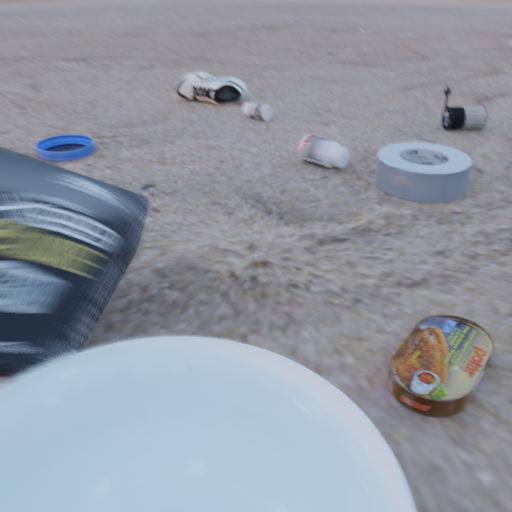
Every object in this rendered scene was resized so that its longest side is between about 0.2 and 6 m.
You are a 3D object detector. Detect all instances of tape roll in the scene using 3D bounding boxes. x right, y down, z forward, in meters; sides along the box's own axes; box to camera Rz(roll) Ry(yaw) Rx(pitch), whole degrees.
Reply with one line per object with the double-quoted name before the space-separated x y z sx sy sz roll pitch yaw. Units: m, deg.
"tape roll" 3.050 -1.569 10.317 1.687 0.557 1.687 -1 29 0

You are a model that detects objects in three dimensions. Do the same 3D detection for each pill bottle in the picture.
"pill bottle" 1.344 -2.062 11.174 0.957 0.530 0.530 25 38 35
"pill bottle" 0.026 -3.645 14.114 0.690 0.390 0.390 21 36 32

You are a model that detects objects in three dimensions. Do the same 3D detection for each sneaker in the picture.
"sneaker" -1.262 -4.565 15.365 2.002 0.757 0.878 0 30 2

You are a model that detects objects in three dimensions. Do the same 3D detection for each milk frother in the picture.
"milk frother" 4.920 -3.518 13.341 0.899 0.956 0.863 -2 26 -5

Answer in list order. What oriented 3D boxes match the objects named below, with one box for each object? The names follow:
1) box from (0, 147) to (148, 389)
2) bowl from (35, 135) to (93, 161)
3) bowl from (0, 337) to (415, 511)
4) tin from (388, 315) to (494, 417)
"box" -3.329 -0.142 5.605 3.765 0.937 2.969 19 35 -3
"bowl" -4.065 -2.295 11.917 1.174 0.230 1.174 0 29 0
"bowl" -0.605 1.917 3.427 2.981 1.340 2.981 1 29 0
"tin" 1.954 1.122 5.897 0.838 0.313 1.497 16 33 33
